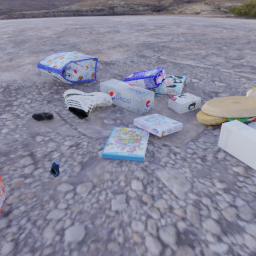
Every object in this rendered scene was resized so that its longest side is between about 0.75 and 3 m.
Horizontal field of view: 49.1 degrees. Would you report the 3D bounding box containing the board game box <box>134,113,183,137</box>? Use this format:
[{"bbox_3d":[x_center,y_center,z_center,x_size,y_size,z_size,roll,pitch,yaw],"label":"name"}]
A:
[{"bbox_3d":[1.193,-0.147,11.051,1.398,0.288,1.394,-14,29,-42],"label":"board game box"}]

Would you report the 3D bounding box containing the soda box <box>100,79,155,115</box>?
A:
[{"bbox_3d":[-0.083,-1.540,13.263,2.761,0.876,0.942,25,37,38],"label":"soda box"}]

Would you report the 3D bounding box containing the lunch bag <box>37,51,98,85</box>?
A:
[{"bbox_3d":[-3.455,-3.417,16.032,2.282,1.662,2.684,21,26,33],"label":"lunch bag"}]

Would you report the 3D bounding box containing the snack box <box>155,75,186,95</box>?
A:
[{"bbox_3d":[2.375,-2.392,15.381,1.284,0.410,2.210,9,29,16],"label":"snack box"}]

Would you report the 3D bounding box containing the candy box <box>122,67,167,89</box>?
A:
[{"bbox_3d":[0.898,-2.581,14.957,1.875,0.722,1.585,-2,25,29],"label":"candy box"}]

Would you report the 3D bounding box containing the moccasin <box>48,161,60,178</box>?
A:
[{"bbox_3d":[-2.153,1.227,8.088,0.311,0.774,0.264,29,53,12],"label":"moccasin"}]

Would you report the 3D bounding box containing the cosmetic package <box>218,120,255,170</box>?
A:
[{"bbox_3d":[3.923,0.544,9.260,0.752,0.954,1.773,-13,32,-27],"label":"cosmetic package"}]

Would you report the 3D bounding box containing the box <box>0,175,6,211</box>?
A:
[{"bbox_3d":[-4.193,1.756,7.005,1.889,0.902,0.941,-4,28,-8],"label":"box"}]

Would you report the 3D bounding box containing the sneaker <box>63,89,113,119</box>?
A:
[{"bbox_3d":[-1.666,-0.926,12.473,2.322,0.876,1.336,3,55,-28],"label":"sneaker"}]

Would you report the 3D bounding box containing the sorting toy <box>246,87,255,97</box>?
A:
[{"bbox_3d":[6.559,-1.808,14.334,1.044,0.558,0.940,4,9,7],"label":"sorting toy"}]

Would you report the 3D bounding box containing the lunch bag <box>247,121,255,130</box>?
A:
[{"bbox_3d":[5.044,0.077,10.566,0.920,0.569,0.782,-1,27,-20],"label":"lunch bag"}]

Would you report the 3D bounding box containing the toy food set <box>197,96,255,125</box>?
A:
[{"bbox_3d":[4.495,-0.743,11.679,2.809,0.690,2.838,6,21,33],"label":"toy food set"}]

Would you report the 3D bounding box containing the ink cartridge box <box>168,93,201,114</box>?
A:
[{"bbox_3d":[2.603,-1.157,12.933,1.245,0.516,0.907,-17,32,-29],"label":"ink cartridge box"}]

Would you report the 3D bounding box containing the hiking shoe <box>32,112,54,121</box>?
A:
[{"bbox_3d":[-3.645,-0.505,11.981,0.891,0.337,0.449,1,18,-17],"label":"hiking shoe"}]

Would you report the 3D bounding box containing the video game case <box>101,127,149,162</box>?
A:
[{"bbox_3d":[-0.025,0.524,10.117,1.434,0.178,2.004,5,28,8],"label":"video game case"}]
